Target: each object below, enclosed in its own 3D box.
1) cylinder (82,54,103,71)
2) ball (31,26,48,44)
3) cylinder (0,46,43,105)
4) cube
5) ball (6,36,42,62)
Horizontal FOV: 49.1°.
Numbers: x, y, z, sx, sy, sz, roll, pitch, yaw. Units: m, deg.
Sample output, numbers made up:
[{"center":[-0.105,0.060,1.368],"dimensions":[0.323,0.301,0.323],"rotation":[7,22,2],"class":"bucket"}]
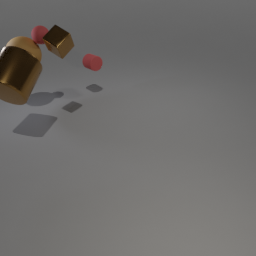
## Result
[{"center":[-1.680,-3.106,13.244],"dimensions":[0.700,0.700,0.700],"rotation":[-25,37,-33],"class":"cylinder"},{"center":[-3.405,-3.627,10.928],"dimensions":[0.700,0.700,0.700],"rotation":[0,33,0],"class":"ball"},{"center":[-3.735,-1.697,9.198],"dimensions":[1.400,1.400,1.400],"rotation":[10,65,15],"class":"cylinder"},{"center":[-2.409,-2.996,9.759],"dimensions":[0.700,0.700,0.700],"rotation":[33,75,13],"class":"cube"},{"center":[-4.207,-2.960,11.286],"dimensions":[1.400,1.400,1.400],"rotation":[0,33,0],"class":"ball"}]
